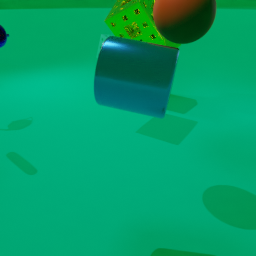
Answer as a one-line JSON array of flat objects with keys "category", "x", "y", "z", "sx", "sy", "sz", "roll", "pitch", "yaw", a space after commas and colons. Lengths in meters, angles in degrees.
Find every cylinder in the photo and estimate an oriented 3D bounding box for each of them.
[{"category": "cylinder", "x": 0.134, "y": -0.702, "z": 3.901, "sx": 0.976, "sy": 0.976, "sz": 0.976, "roll": 13, "pitch": 27, "yaw": 7}]

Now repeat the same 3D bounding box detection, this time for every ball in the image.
[{"category": "ball", "x": 1.069, "y": -2.210, "z": 5.329, "sx": 1.177, "sy": 1.177, "sz": 1.177, "roll": 0, "pitch": 26, "yaw": 0}]

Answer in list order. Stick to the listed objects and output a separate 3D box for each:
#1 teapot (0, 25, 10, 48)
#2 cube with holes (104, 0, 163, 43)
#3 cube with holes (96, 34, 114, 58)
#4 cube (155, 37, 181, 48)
[{"category": "teapot", "x": -4.273, "y": -2.888, "z": 8.755, "sx": 0.622, "sy": 0.790, "sz": 1.271, "roll": 7, "pitch": 19, "yaw": 34}, {"category": "cube with holes", "x": 0.326, "y": -3.340, "z": 8.573, "sx": 1.283, "sy": 1.283, "sz": 1.283, "roll": -13, "pitch": 43, "yaw": 37}, {"category": "cube with holes", "x": -0.514, "y": -2.985, "z": 10.899, "sx": 0.942, "sy": 0.942, "sz": 0.942, "roll": -9, "pitch": 40, "yaw": -36}, {"category": "cube", "x": 1.051, "y": -3.430, "z": 10.565, "sx": 1.301, "sy": 1.301, "sz": 1.301, "roll": 0, "pitch": 30, "yaw": 37}]
